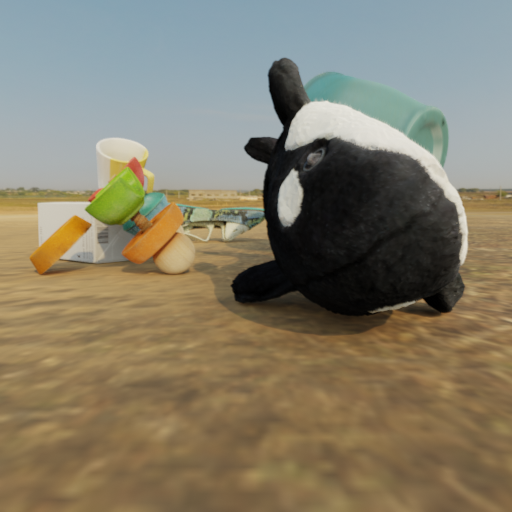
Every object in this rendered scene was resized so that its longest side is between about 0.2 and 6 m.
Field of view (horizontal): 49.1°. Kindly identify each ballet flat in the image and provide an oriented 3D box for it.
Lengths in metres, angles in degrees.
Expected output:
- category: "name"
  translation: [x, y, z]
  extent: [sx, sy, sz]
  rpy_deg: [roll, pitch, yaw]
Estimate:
- category: "ballet flat"
  translation: [-0.946, -0.702, 12.951]
  extent: [2.457, 0.912, 0.912]
  rpy_deg: [2, 5, -5]

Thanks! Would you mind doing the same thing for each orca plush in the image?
- category: "orca plush"
  translation: [0.242, -0.381, 5.084]
  extent: [1.616, 2.392, 4.546]
  rpy_deg: [-36, 26, 5]

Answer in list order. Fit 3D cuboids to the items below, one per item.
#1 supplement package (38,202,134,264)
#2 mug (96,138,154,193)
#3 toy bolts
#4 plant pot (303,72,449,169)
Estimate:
- category: "supplement package"
  translation: [-2.715, -0.404, 9.078]
  extent: [1.533, 0.929, 0.918]
  rpy_deg: [4, 7, 38]
- category: "mug"
  translation: [-2.116, -1.263, 8.773]
  extent: [0.788, 0.808, 0.984]
  rpy_deg: [-2, 38, -28]
- category: "toy bolts"
  translation: [-1.765, -0.242, 7.698]
  extent: [1.981, 1.439, 2.074]
  rpy_deg: [-39, 18, 14]
- category: "plant pot"
  translation: [1.675, -1.605, 8.162]
  extent: [1.927, 1.927, 1.810]
  rpy_deg: [-5, 21, -44]
